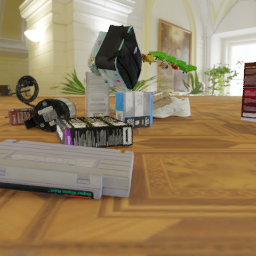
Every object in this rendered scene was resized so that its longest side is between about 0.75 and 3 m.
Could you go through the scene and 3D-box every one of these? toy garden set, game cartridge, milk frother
[{"bbox_3d":[1.907,-3.199,13.982,2.400,0.479,2.001,35,34,32],"label":"toy garden set"},{"bbox_3d":[-1.323,0.708,5.260,2.814,0.540,1.824,5,13,2],"label":"game cartridge"},{"bbox_3d":[-3.318,-1.044,11.499,1.990,2.204,2.074,-4,8,0],"label":"milk frother"}]

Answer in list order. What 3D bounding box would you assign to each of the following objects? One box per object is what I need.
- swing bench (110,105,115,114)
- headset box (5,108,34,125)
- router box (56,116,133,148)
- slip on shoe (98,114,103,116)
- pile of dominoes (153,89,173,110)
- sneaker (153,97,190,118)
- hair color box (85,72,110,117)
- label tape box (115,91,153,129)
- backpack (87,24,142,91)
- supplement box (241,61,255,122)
[{"bbox_3d":[-0.549,-1.186,17.666,0.935,0.610,0.940,4,15,21],"label":"swing bench"},{"bbox_3d":[-4.842,-0.572,13.250,1.835,0.688,1.364,-4,10,-25],"label":"headset box"},{"bbox_3d":[-1.202,0.081,9.032,1.981,0.678,2.656,-3,9,-19],"label":"router box"},{"bbox_3d":[-1.218,-0.335,12.721,0.451,0.546,1.473,34,-6,-13],"label":"slip on shoe"},{"bbox_3d":[0.923,-1.127,15.081,2.914,0.464,2.272,-22,26,5],"label":"pile of dominoes"},{"bbox_3d":[2.161,-1.180,15.759,2.932,1.175,1.031,-5,12,-21],"label":"sneaker"},{"bbox_3d":[-1.576,-1.642,14.418,1.210,2.445,0.741,-2,9,-10],"label":"hair color box"},{"bbox_3d":[0.486,-0.796,11.925,2.125,1.532,0.673,-7,11,-37],"label":"label tape box"},{"bbox_3d":[-0.442,-3.029,12.694,2.043,2.343,2.666,7,-20,28],"label":"backpack"},{"bbox_3d":[6.500,-1.768,13.668,0.889,2.920,1.589,-6,11,-33],"label":"supplement box"}]
